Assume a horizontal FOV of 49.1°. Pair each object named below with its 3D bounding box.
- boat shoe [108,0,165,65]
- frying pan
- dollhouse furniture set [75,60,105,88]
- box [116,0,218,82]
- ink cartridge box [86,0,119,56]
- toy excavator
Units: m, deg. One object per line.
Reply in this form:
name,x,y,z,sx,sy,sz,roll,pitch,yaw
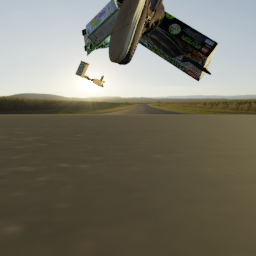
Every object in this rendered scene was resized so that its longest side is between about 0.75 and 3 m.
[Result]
boat shoe,0.299,-2.182,5.254,0.780,2.408,0.866,25,-22,-27
frying pan,1.184,-1.875,7.013,1.848,0.301,1.118,40,9,-11
dollhouse furniture set,-1.354,-2.110,11.333,0.712,0.608,1.374,27,4,34
box,1.014,-2.499,7.721,2.835,0.492,1.560,36,-7,13
ink cartridge box,-0.889,-3.225,8.999,1.763,0.915,0.523,-37,-52,20
toy excavator,-0.687,-3.374,10.442,1.560,0.801,1.604,-11,-2,41
